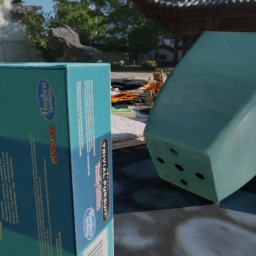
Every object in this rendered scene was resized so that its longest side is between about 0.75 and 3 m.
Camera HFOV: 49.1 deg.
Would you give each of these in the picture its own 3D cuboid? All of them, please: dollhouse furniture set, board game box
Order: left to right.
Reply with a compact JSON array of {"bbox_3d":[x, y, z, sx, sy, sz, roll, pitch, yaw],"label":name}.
[{"bbox_3d":[-1.597,0.388,3.143,2.934,2.215,0.689,7,16,25],"label":"board game box"},{"bbox_3d":[2.165,-1.960,14.360,2.467,1.285,2.493,3,36,20],"label":"dollhouse furniture set"}]

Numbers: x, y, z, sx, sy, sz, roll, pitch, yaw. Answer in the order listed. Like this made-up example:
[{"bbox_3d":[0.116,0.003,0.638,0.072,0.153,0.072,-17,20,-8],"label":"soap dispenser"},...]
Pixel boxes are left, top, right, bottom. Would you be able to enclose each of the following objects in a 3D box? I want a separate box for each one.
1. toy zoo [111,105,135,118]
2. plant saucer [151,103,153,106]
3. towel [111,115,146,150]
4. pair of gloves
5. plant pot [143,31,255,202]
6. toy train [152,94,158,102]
[{"bbox_3d":[-0.697,-0.739,11.719,1.542,0.241,2.351,-3,14,-12],"label":"toy zoo"},{"bbox_3d":[2.203,-0.840,11.912,2.417,0.356,2.417,0,13,0],"label":"plant saucer"},{"bbox_3d":[-0.963,0.100,7.950,2.757,0.465,2.887,-10,17,-31],"label":"towel"},{"bbox_3d":[-0.077,-1.737,13.005,2.663,0.370,2.989,3,29,27],"label":"pair of gloves"},{"bbox_3d":[1.646,-0.196,5.078,1.902,1.903,2.692,19,54,41],"label":"plant pot"},{"bbox_3d":[2.168,-1.318,13.705,2.205,0.460,0.622,9,27,32],"label":"toy train"}]
